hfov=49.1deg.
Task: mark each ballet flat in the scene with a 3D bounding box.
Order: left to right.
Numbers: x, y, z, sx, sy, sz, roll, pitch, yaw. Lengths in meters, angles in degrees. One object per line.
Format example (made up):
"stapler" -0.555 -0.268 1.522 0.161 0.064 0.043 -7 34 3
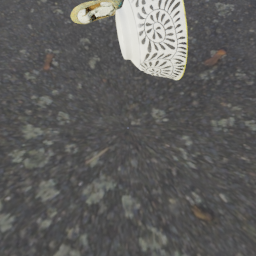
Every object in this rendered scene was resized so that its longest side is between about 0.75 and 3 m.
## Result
"ballet flat" -1.005 -3.429 8.294 1.761 0.622 0.622 -10 53 23

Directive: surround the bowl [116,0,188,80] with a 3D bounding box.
"bowl" 0.401 -2.307 6.629 1.209 2.577 2.577 -11 57 -4
